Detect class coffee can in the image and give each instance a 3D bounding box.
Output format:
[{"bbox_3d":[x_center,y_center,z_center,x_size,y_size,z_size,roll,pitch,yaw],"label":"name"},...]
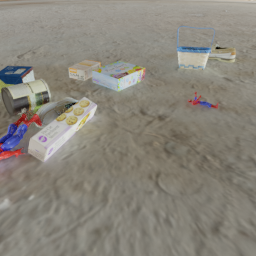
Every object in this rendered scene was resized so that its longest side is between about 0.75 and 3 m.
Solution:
[{"bbox_3d":[-3.565,-1.091,9.849,1.388,1.016,1.016,-23,37,-33],"label":"coffee can"}]

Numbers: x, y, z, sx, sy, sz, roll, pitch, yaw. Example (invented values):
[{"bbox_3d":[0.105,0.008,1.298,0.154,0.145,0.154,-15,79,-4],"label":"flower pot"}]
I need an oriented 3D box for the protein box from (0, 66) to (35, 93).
[{"bbox_3d":[-4.676,-2.042,11.703,1.150,0.781,1.158,3,31,5],"label":"protein box"}]

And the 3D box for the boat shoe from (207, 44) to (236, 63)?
[{"bbox_3d":[4.776,-4.218,15.395,2.293,0.784,0.857,18,35,28],"label":"boat shoe"}]

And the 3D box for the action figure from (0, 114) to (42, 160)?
[{"bbox_3d":[-3.331,0.506,7.575,0.825,0.652,2.522,7,36,22],"label":"action figure"}]

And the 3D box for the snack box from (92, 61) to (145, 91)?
[{"bbox_3d":[-0.401,-2.333,12.351,1.554,0.623,1.842,25,37,34],"label":"snack box"}]

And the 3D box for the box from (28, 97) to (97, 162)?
[{"bbox_3d":[-1.850,-0.071,8.432,0.590,0.551,2.850,31,36,6],"label":"box"}]

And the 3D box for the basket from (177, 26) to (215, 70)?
[{"bbox_3d":[3.170,-3.876,13.590,1.740,1.973,1.373,10,28,12],"label":"basket"}]

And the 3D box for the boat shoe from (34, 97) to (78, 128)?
[{"bbox_3d":[-2.234,-0.548,9.275,0.692,0.678,1.943,10,29,25],"label":"boat shoe"}]

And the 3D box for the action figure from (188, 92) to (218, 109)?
[{"bbox_3d":[2.758,-1.054,10.290,1.098,0.543,0.358,8,18,18],"label":"action figure"}]

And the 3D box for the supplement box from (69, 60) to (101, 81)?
[{"bbox_3d":[-2.000,-2.729,13.138,0.874,0.510,1.387,15,34,24],"label":"supplement box"}]
